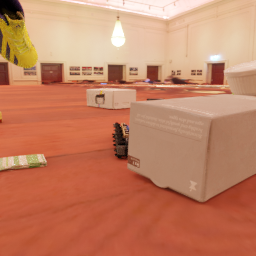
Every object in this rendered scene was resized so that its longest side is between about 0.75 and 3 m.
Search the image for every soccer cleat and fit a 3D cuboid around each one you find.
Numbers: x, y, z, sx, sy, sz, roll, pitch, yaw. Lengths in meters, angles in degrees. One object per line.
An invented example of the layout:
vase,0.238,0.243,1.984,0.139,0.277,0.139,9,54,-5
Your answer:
soccer cleat,-2.757,-2.343,6.580,1.149,0.888,2.747,23,-26,22

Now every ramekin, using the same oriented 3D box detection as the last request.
ramekin,4.634,-1.831,10.154,2.080,0.968,2.080,-14,15,4

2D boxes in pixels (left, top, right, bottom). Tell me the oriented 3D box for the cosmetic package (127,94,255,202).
cosmetic package,1.538,0.109,4.962,2.941,1.326,1.571,-7,16,-44

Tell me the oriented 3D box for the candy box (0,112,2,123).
candy box,-5.096,-0.442,10.107,0.834,0.404,1.430,-6,14,-31

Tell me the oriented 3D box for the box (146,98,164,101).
box,1.495,-1.413,15.240,0.943,0.372,0.666,2,8,9

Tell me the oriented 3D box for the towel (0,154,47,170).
towel,-2.021,0.644,5.275,0.893,0.104,0.681,-6,12,-22

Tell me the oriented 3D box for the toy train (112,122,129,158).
toy train,-0.083,0.222,6.654,0.548,0.408,2.393,3,11,-5

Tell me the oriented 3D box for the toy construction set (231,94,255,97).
toy construction set,4.795,-0.869,10.352,1.909,1.341,2.911,-2,0,-10

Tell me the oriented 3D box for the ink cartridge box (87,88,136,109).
ink cartridge box,-0.865,-1.550,14.452,1.628,0.944,2.206,-10,13,-42
